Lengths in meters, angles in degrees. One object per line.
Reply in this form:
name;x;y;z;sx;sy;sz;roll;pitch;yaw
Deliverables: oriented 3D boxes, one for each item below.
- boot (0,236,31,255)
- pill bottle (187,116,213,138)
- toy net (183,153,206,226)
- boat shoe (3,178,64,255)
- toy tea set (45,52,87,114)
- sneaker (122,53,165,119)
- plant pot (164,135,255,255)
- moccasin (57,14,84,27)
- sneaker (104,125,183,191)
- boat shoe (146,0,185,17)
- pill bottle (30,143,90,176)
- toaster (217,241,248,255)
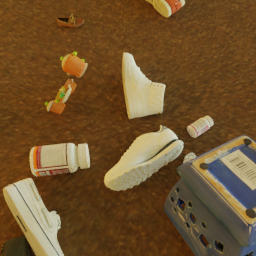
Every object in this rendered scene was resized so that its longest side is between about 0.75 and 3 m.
boot;-3.460;3.715;7.424;1.884;0.730;1.303;-12;60;-20
pill bottle;2.407;-0.057;9.296;0.794;0.450;0.450;-31;68;-14
toy net;2.404;1.730;8.441;1.214;0.447;2.314;-11;65;-5
boat shoe;-2.326;2.642;7.689;0.940;1.058;2.875;-26;78;-39
toy tea set;-2.134;-1.506;9.222;0.805;1.294;2.176;29;85;-8
sneaker;0.559;-1.550;9.836;1.415;0.902;2.449;-7;74;-5
plant pot;2.602;1.771;6.790;2.552;2.295;2.552;-22;47;-20
moccasin;-2.344;-4.371;11.385;1.080;0.417;0.395;7;65;3
sneaker;0.373;0.905;8.643;2.723;1.040;1.096;-28;58;-19
boat shoe;1.107;-5.882;11.744;0.919;1.046;2.938;-38;74;-8
pill bottle;-2.048;0.939;8.560;1.661;0.910;0.910;-6;65;-3
toaster;2.869;3.410;7.381;1.517;0.900;1.372;32;68;14
